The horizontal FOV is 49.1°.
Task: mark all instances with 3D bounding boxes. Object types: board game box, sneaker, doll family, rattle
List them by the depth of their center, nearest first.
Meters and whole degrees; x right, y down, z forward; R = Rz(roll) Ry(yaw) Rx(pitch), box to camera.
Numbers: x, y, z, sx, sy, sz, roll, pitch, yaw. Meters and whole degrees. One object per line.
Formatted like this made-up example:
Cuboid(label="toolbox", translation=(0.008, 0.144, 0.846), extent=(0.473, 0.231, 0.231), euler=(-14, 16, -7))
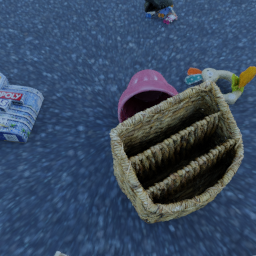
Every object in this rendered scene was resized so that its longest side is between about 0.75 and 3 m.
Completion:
Cuboid(label="board game box", translation=(-3.852, -0.789, 8.390), extent=(2.277, 0.702, 2.275), euler=(6, 56, 4))
Cuboid(label="rattle", translation=(2.745, -1.648, 8.665), extent=(1.875, 1.340, 1.221), euler=(38, 85, 15))
Cuboid(label="sneaker", translation=(0.711, -4.202, 8.846), extent=(0.830, 0.554, 1.448), euler=(-29, 65, -2))
Cuboid(label="doll family", translation=(1.391, -4.733, 11.167), extent=(1.323, 0.596, 0.821), euler=(28, 60, 18))

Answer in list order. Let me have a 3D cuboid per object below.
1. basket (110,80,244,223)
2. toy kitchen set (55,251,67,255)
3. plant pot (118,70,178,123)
Cuboid(label="basket", translation=(1.257, 0.703, 6.476), extent=(2.922, 2.177, 2.085), euler=(-25, 59, -17))
Cuboid(label="toy kitchen set", translation=(-0.610, 3.356, 4.606), extent=(1.996, 2.212, 1.805), euler=(16, 58, 10))
Cuboid(label="plant pot", translation=(0.594, -0.813, 7.941), extent=(1.721, 1.721, 1.540), euler=(0, 41, 0))
